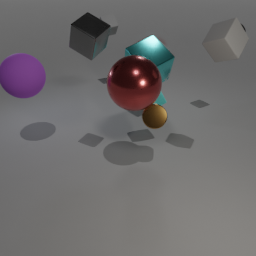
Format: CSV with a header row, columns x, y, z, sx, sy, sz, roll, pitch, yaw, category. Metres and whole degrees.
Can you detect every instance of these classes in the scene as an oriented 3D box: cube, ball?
x,y,z,sx,sy,sz,roll,pitch,yaw,category
0.798,-2.552,11.254,1.400,1.400,1.400,-31,68,-18,cube
0.719,-1.063,9.060,0.700,0.700,0.700,-30,54,12,cube
2.412,-2.153,6.934,0.700,0.700,0.700,6,60,55,cube
-0.944,-2.246,6.872,0.700,0.700,0.700,32,55,7,cube
-3.317,-1.634,8.817,1.400,1.400,1.400,0,29,0,ball
-0.968,-4.989,13.642,0.700,0.700,0.700,-20,-11,-20,cube
0.159,-1.128,7.105,1.400,1.400,1.400,0,29,0,ball

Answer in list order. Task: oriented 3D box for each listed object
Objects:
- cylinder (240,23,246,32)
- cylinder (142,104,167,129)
x,y,z,sx,sy,sz,roll,pitch,yaw,category
3.878,-3.473,10.442,0.700,0.700,0.700,-30,37,-13,cylinder
0.753,-0.340,8.100,0.700,0.700,0.700,1,4,2,cylinder
